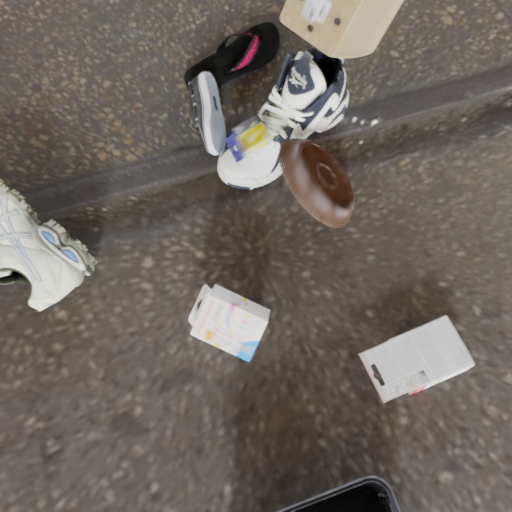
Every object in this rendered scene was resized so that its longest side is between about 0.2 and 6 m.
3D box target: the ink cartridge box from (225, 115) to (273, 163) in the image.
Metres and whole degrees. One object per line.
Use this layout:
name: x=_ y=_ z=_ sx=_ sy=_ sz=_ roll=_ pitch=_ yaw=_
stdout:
ink cartridge box: x=-0.164 y=-2.153 z=10.215 sx=0.762 sy=0.179 sz=0.753 roll=-29 pitch=51 yaw=4

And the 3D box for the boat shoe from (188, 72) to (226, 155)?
boat shoe: x=-1.063 y=-2.802 z=11.210 sx=0.600 sy=0.634 sz=1.812 roll=-16 pitch=77 yaw=26

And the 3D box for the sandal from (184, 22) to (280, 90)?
sandal: x=-0.449 y=-4.272 z=11.887 sx=2.470 sy=0.557 sz=0.928 roll=-38 pitch=71 yaw=-16

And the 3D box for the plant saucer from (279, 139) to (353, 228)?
plant saucer: x=1.162 y=-1.373 z=9.980 sx=1.851 sy=0.297 sz=1.851 roll=29 pitch=44 yaw=-33

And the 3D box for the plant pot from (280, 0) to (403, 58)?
plant pot: x=1.401 y=-4.359 z=9.477 sx=1.717 sy=1.715 sz=1.520 roll=37 pitch=49 yaw=6

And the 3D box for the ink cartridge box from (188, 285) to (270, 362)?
ink cartridge box: x=-0.475 y=1.045 z=9.078 sx=1.192 sy=0.746 sz=0.766 roll=24 pitch=99 yaw=0

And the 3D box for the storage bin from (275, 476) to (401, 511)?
storage bin: x=0.911 y=4.189 z=7.686 sx=2.357 sy=1.105 sz=1.593 roll=-18 pitch=67 yaw=-7

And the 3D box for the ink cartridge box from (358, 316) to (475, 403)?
ink cartridge box: x=2.590 y=1.730 z=9.197 sx=1.669 sy=0.420 sz=0.909 roll=-21 pitch=67 yaw=-8

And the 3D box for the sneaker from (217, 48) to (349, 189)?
sneaker: x=0.534 y=-2.732 z=10.338 sx=3.189 sy=2.075 sz=1.273 roll=-34 pitch=69 yaw=-14

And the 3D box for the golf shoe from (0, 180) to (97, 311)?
golf shoe: x=-4.354 y=-0.308 z=9.769 sx=3.089 sy=1.209 sz=1.502 roll=36 pitch=76 yaw=16
